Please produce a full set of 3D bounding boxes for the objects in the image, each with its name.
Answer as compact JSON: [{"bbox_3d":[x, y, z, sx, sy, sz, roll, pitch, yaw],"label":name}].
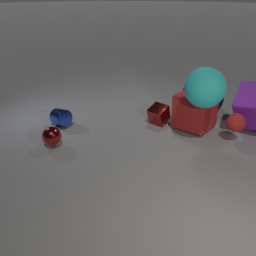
[{"bbox_3d":[-2.776,-0.452,11.616,0.700,0.700,0.700,-25,25,-38],"label":"cylinder"},{"bbox_3d":[2.716,-0.710,11.356,1.400,1.400,1.400,18,31,36],"label":"cube"},{"bbox_3d":[2.655,-1.390,9.656,1.400,1.400,1.400,0,28,0],"label":"ball"},{"bbox_3d":[-2.768,0.294,10.174,0.700,0.700,0.700,0,28,0],"label":"ball"},{"bbox_3d":[5.025,-0.848,10.891,1.400,1.400,1.400,9,56,36],"label":"cube"},{"bbox_3d":[1.300,-0.580,11.817,0.700,0.700,0.700,22,52,35],"label":"cube"},{"bbox_3d":[3.434,-1.472,12.892,1.400,1.400,1.400,-10,30,-18],"label":"cylinder"},{"bbox_3d":[4.007,-0.202,10.375,0.700,0.700,0.700,0,28,0],"label":"ball"}]
